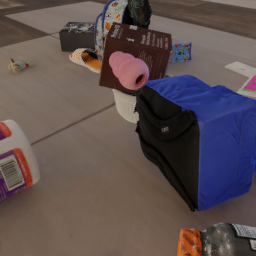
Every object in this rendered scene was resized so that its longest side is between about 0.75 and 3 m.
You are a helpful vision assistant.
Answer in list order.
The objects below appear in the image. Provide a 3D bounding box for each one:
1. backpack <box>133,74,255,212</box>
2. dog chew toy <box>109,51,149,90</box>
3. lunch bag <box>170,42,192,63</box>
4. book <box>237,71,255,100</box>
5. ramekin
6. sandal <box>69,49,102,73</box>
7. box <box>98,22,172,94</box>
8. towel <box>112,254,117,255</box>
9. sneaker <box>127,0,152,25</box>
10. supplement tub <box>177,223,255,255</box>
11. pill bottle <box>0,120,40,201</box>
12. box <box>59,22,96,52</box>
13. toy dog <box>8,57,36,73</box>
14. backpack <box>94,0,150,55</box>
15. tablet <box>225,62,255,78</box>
[{"bbox_3d":[1.585,0.075,6.672,2.509,2.429,2.989,-12,26,-22],"label":"backpack"},{"bbox_3d":[-0.033,-1.396,6.524,0.714,0.714,1.147,-22,50,-27],"label":"dog chew toy"},{"bbox_3d":[2.042,-3.693,13.308,1.346,0.841,1.788,-8,25,-9],"label":"lunch bag"},{"bbox_3d":[5.206,-1.377,10.059,1.902,0.684,2.847,23,42,30],"label":"book"},{"bbox_3d":[0.535,-1.016,9.182,2.080,1.092,2.080,0,35,0],"label":"ramekin"},{"bbox_3d":[-1.684,-3.142,12.440,0.931,0.696,2.429,-29,46,-36],"label":"sandal"},{"bbox_3d":[0.238,-2.071,8.490,1.880,1.544,1.560,12,37,-2],"label":"box"},{"bbox_3d":[-0.426,2.702,4.854,0.860,0.154,0.893,-15,38,-19],"label":"towel"},{"bbox_3d":[0.265,-3.549,7.703,0.666,1.680,0.633,30,71,15],"label":"sneaker"},{"bbox_3d":[2.105,2.352,4.013,2.782,1.704,1.704,6,36,9],"label":"supplement tub"},{"bbox_3d":[-3.535,1.063,5.863,2.915,1.624,1.624,-26,43,-30],"label":"pill bottle"},{"bbox_3d":[-2.270,-4.649,14.259,1.933,1.006,1.760,3,37,5],"label":"box"},{"bbox_3d":[-4.644,-2.855,12.151,0.797,0.582,1.208,12,38,16],"label":"toy dog"},{"bbox_3d":[-0.149,-4.219,12.160,2.157,2.667,2.800,22,37,20],"label":"backpack"},{"bbox_3d":[5.047,-2.529,12.123,0.938,0.098,1.441,-23,41,-28],"label":"tablet"}]
